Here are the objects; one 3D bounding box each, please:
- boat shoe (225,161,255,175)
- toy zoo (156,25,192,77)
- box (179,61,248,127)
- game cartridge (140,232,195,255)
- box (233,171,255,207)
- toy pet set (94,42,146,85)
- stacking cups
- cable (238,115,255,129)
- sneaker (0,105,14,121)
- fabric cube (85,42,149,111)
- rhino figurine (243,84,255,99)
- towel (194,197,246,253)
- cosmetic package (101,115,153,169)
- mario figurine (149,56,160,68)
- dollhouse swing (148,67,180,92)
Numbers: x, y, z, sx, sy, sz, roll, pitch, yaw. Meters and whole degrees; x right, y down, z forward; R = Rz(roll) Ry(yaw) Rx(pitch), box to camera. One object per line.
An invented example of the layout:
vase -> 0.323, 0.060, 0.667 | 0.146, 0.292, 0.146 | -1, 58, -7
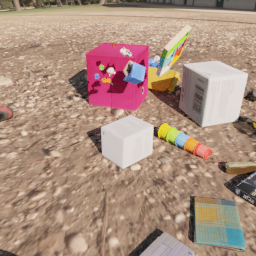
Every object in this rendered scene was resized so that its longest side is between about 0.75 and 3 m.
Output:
boat shoe -> 3.781, 1.249, 8.998 | 1.236, 0.453, 0.387 | 2, 32, 5
toy zoo -> 1.647, -2.753, 10.539 | 0.212, 2.071, 1.358 | 40, 73, 10
box -> 3.597, -1.564, 12.205 | 1.883, 2.188, 2.198 | -9, 31, -16
game cartridge -> 0.735, 2.968, 6.183 | 0.887, 0.263, 1.369 | 20, 35, 39
box -> 3.851, 1.803, 8.204 | 1.211, 0.264, 0.970 | -20, 35, -32
toy pet set -> -0.222, -2.183, 10.845 | 1.545, 1.655, 0.879 | 16, 32, -31
stacking cups -> 2.042, 0.456, 10.221 | 0.620, 0.620, 2.050 | -24, 37, -36
cable -> 5.349, -0.270, 11.757 | 0.751, 0.389, 1.546 | -7, 30, -13
sneaker -> -5.922, -0.431, 11.674 | 2.142, 0.757, 1.047 | -7, 29, -7
fabric cube -> -0.419, -2.619, 13.786 | 2.526, 2.518, 2.478 | 9, 30, 15
rhino figurine -> 5.798, -1.900, 14.281 | 2.608, 0.780, 1.140 | 20, 36, 29
towel -> 2.298, 2.419, 7.227 | 1.192, 0.176, 1.625 | 5, 28, 9
cosmetic package -> -0.028, 0.435, 9.701 | 1.412, 1.175, 1.182 | -23, 37, -36
mario figurine -> 1.333, -4.431, 18.317 | 2.156, 1.143, 1.331 | 23, 4, 22
dollhouse swing -> 1.905, -2.559, 15.896 | 1.843, 1.620, 1.675 | 15, 74, 24
